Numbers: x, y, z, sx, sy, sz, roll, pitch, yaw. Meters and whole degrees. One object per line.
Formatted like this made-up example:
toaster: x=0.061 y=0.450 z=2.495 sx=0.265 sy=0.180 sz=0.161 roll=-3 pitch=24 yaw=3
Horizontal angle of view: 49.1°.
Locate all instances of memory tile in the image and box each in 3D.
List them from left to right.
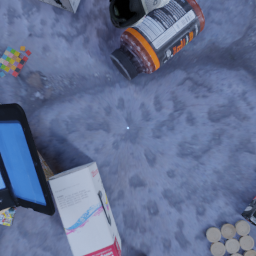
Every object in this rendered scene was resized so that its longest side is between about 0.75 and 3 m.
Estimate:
memory tile: x=3.260 y=3.841 z=8.621 sx=1.407 sy=0.154 sz=1.835 roll=-14 pitch=86 yaw=-1

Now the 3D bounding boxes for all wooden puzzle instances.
wooden puzzle: x=-3.694 y=-2.131 z=8.974 sx=0.738 sy=0.087 sz=1.244 roll=30 pitch=87 yaw=2

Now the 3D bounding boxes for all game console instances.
game console: x=-2.880 y=0.835 z=5.685 sx=2.131 sy=1.410 sz=2.423 roll=-17 pitch=106 yaw=-17

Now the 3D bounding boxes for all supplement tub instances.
supplement tub: x=0.803 y=-2.650 z=8.325 sx=2.775 sy=1.484 sz=1.484 roll=-40 pitch=88 yaw=-1

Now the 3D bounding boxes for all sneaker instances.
sneaker: x=-0.056 y=-2.637 z=6.069 sx=1.026 sy=2.345 sz=0.865 roll=-28 pitch=107 yaw=-19

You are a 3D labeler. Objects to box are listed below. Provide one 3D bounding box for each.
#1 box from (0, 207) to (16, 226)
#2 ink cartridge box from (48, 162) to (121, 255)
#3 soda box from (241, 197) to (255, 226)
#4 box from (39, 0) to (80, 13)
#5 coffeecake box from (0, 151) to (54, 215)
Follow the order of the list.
box: x=-3.939 y=2.666 z=8.680 sx=0.809 sy=0.153 sz=0.553 roll=13 pitch=87 yaw=1
ink cartridge box: x=-1.089 y=2.393 z=7.792 sx=1.132 sy=1.952 sz=2.644 roll=-17 pitch=87 yaw=-2
soda box: x=4.184 y=2.262 z=8.507 sx=0.483 sy=0.540 sz=1.526 roll=40 pitch=87 yaw=0
box: x=-2.577 y=-4.370 z=8.535 sx=2.083 sy=1.215 sz=0.626 roll=20 pitch=87 yaw=2
coffeecake box: x=-3.910 y=0.942 z=8.275 sx=2.111 sy=1.005 sz=2.750 roll=-36 pitch=84 yaw=-3
